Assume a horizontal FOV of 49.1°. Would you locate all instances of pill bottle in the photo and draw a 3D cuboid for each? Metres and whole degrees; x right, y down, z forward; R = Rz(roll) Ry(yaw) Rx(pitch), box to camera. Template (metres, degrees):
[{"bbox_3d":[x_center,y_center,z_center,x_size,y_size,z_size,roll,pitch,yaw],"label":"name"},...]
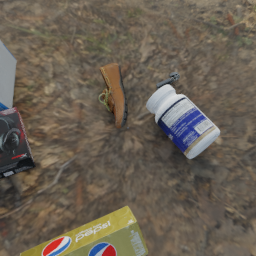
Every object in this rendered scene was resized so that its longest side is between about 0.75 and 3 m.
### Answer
[{"bbox_3d":[1.548,-0.224,8.184,1.196,1.196,2.068,-35,71,-14],"label":"pill bottle"}]

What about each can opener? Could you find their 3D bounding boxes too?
[{"bbox_3d":[1.311,-1.583,9.308,0.894,0.238,0.299,-26,58,-9],"label":"can opener"}]

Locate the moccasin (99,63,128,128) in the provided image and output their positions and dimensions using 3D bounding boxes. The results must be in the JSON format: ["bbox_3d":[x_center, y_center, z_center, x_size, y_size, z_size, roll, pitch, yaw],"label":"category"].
[{"bbox_3d":[-0.493,-1.015,8.700,0.849,0.804,2.199,-10,73,-4],"label":"moccasin"}]

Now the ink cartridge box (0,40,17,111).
[{"bbox_3d":[-5.049,-1.584,8.194,2.702,1.989,1.955,-1,76,1],"label":"ink cartridge box"}]

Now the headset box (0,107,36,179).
[{"bbox_3d":[-3.668,0.389,8.016,1.470,0.763,1.976,-18,63,-15],"label":"headset box"}]

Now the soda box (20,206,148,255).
[{"bbox_3d":[-1.073,3.023,6.758,2.932,0.993,0.939,-21,101,-9],"label":"soda box"}]
